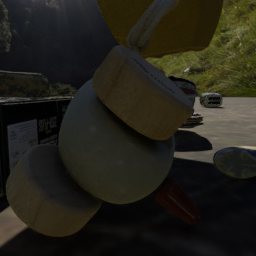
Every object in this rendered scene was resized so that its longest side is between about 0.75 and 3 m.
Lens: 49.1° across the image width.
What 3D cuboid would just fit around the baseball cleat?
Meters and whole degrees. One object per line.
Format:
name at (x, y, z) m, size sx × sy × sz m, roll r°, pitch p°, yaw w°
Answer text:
baseball cleat at (1.424, 0.419, 3.414) m, size 1.037 × 0.362 × 0.552 m, roll 8°, pitch 0°, yaw -14°

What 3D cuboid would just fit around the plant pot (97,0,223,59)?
plant pot at (0.794, -2.898, 6.235) m, size 2.477 × 2.534 × 2.460 m, roll -1°, pitch 13°, yaw 29°

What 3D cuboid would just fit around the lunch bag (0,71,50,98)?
lunch bag at (-3.613, -0.857, 8.060) m, size 1.871 × 1.555 × 2.231 m, roll 8°, pitch 11°, yaw 30°

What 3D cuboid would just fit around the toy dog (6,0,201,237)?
toy dog at (0.098, -0.042, 2.754) m, size 1.772 × 1.294 × 2.686 m, roll -40°, pitch 15°, yaw 37°

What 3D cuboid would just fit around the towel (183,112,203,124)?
towel at (1.298, -0.524, 9.026) m, size 2.024 × 0.349 × 1.341 m, roll 17°, pitch 13°, yaw 34°

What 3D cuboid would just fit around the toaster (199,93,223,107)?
toaster at (5.365, -1.777, 17.820) m, size 1.537 × 0.873 × 0.993 m, roll 1°, pitch 11°, yaw 2°

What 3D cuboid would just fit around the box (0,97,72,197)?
box at (-1.822, 0.071, 3.602) m, size 1.714 × 0.901 × 2.092 m, roll 1°, pitch 8°, yaw 7°

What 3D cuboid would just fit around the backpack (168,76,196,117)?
backpack at (0.912, -0.702, 7.230) m, size 1.655 × 1.339 × 1.738 m, roll 0°, pitch -5°, yaw 15°
